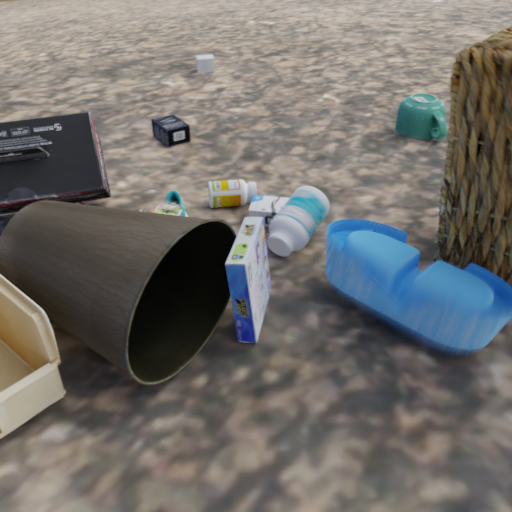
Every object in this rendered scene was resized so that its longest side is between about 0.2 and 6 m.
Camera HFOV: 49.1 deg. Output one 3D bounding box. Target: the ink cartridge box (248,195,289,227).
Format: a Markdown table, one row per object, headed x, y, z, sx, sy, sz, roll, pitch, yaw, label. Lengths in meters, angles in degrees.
| x | y | z | sx | sy | sz | roll | pitch | yaw | label |
| --- | --- | --- | --- | --- | --- | --- | --- | --- | --- |
| 0.470 | -0.937 | 11.987 | 1.179 | 0.400 | 0.684 | 5 | 36 | 7 | ink cartridge box |

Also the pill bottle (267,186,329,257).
| x | y | z | sx | sy | sz | roll | pitch | yaw | label |
| --- | --- | --- | --- | --- | --- | --- | --- | --- | --- |
| 0.790 | -0.655 | 11.023 | 0.809 | 0.809 | 1.461 | 20 | 53 | 26 | pill bottle |

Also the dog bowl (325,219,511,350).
| x | y | z | sx | sy | sz | roll | pitch | yaw | label |
| --- | --- | --- | --- | --- | --- | --- | --- | --- | --- |
| 2.573 | 0.421 | 9.313 | 3.282 | 0.814 | 1.829 | 29 | 31 | 27 | dog bowl |

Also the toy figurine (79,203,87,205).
| x | y | z | sx | sy | sz | roll | pitch | yaw | label |
| --- | --- | --- | --- | --- | --- | --- | --- | --- | --- |
| -3.839 | -0.704 | 11.569 | 1.153 | 0.865 | 1.061 | -14 | 12 | 25 | toy figurine |

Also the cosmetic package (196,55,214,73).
| x | y | z | sx | sy | sz | roll | pitch | yaw | label |
| --- | --- | --- | --- | --- | --- | --- | --- | --- | --- |
| -1.875 | -7.051 | 20.564 | 0.629 | 0.519 | 0.518 | -6 | 36 | -7 | cosmetic package |

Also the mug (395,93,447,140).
| x | y | z | sx | sy | sz | roll | pitch | yaw | label |
| --- | --- | --- | --- | --- | --- | --- | --- | --- | --- |
| 4.771 | -3.959 | 15.771 | 1.582 | 0.978 | 1.300 | 21 | 40 | 27 | mug |

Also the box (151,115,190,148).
| x | y | z | sx | sy | sz | roll | pitch | yaw | label |
| --- | --- | --- | --- | --- | --- | --- | --- | --- | --- |
| -2.362 | -3.466 | 15.480 | 0.724 | 0.510 | 0.978 | -21 | 40 | -27 | box |

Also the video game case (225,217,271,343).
| x | y | z | sx | sy | sz | roll | pitch | yaw | label |
| --- | --- | --- | --- | --- | --- | --- | --- | --- | --- |
| -0.094 | 0.370 | 9.114 | 0.351 | 1.543 | 1.399 | 2 | 34 | 13 | video game case |

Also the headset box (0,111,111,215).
| x | y | z | sx | sy | sz | roll | pitch | yaw | label |
| --- | --- | --- | --- | --- | --- | --- | --- | --- | --- |
| -4.307 | -1.638 | 10.644 | 2.763 | 1.434 | 3.713 | -11 | 4 | -11 | headset box |

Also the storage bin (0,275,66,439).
| x | y | z | sx | sy | sz | roll | pitch | yaw | label |
| --- | --- | --- | --- | --- | --- | --- | --- | --- | --- |
| -4.913 | 1.502 | 7.534 | 3.282 | 1.549 | 3.306 | 27 | 43 | 33 | storage bin |

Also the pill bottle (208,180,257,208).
| x | y | z | sx | sy | sz | roll | pitch | yaw | label |
| --- | --- | --- | --- | --- | --- | --- | --- | --- | --- |
| -0.531 | -1.397 | 12.484 | 1.047 | 0.581 | 0.581 | -4 | 35 | -7 | pill bottle |

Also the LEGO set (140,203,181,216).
| x | y | z | sx | sy | sz | roll | pitch | yaw | label |
| --- | --- | --- | --- | --- | --- | --- | --- | --- | --- |
| -1.502 | -0.544 | 10.698 | 1.562 | 0.719 | 0.581 | 29 | 25 | -12 | LEGO set |

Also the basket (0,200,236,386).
| x | y | z | sx | sy | sz | roll | pitch | yaw | label |
| --- | --- | --- | --- | --- | --- | --- | --- | --- | --- |
| -2.341 | 0.289 | 8.872 | 3.164 | 2.151 | 2.852 | 14 | 45 | 26 | basket |

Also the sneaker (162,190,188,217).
| x | y | z | sx | sy | sz | roll | pitch | yaw | label |
| --- | --- | --- | --- | --- | --- | --- | --- | --- | --- |
| -1.732 | -0.702 | 11.393 | 0.689 | 0.708 | 1.777 | -4 | 36 | -6 | sneaker |

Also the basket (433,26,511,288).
| x | y | z | sx | sy | sz | roll | pitch | yaw | label |
| --- | --- | --- | --- | --- | --- | --- | --- | --- | --- |
| 5.193 | -1.660 | 9.428 | 3.076 | 4.310 | 3.210 | 22 | 42 | 37 | basket |
